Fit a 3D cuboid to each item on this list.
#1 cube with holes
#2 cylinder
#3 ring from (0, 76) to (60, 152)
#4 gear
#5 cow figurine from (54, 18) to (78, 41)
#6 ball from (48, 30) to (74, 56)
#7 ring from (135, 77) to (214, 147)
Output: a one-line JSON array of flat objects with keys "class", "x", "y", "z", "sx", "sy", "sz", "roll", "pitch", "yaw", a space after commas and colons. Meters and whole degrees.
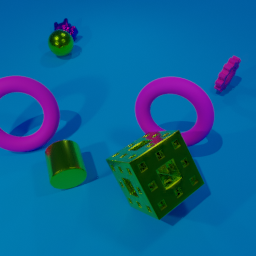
[{"class": "cube with holes", "x": 0.533, "y": 0.908, "z": 5.911, "sx": 1.253, "sy": 1.253, "sz": 1.253, "roll": -31, "pitch": 100, "yaw": -23}, {"class": "cylinder", "x": -1.462, "y": 0.854, "z": 6.556, "sx": 0.845, "sy": 0.845, "sz": 0.845, "roll": -15, "pitch": 52, "yaw": -12}, {"class": "ring", "x": -2.685, "y": -0.313, "z": 6.932, "sx": 1.946, "sy": 1.946, "sz": 0.389, "roll": -10, "pitch": 21, "yaw": -8}, {"class": "gear", "x": 2.972, "y": -1.605, "z": 8.369, "sx": 0.200, "sy": 1.084, "sz": 1.084, "roll": 35, "pitch": 59, "yaw": 23}, {"class": "cow figurine", "x": -2.328, "y": -3.609, "z": 10.419, "sx": 0.958, "sy": 0.526, "sz": 0.943, "roll": -13, "pitch": 62, "yaw": 12}, {"class": "ball", "x": -2.303, "y": -2.912, "z": 9.609, "sx": 0.877, "sy": 0.877, "sz": 0.877, "roll": 0, "pitch": 51, "yaw": 0}, {"class": "ring", "x": 1.022, "y": -0.306, "z": 6.358, "sx": 1.808, "sy": 1.808, "sz": 0.362, "roll": 17, "pitch": 38, "yaw": 13}]
